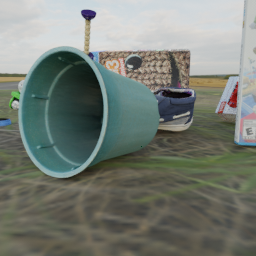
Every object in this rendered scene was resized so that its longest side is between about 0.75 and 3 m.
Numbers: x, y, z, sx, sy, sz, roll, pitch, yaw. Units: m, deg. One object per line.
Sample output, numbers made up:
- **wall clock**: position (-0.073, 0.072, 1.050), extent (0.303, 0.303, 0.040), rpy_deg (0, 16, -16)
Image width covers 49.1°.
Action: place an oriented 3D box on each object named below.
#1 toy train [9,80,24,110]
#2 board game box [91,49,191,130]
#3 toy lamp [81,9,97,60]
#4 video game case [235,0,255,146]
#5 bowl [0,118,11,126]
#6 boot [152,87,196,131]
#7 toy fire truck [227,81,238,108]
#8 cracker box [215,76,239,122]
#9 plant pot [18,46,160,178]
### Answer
- **toy train**: position (-1.853, -0.803, 6.674), extent (0.552, 0.747, 2.647), rpy_deg (26, 13, 7)
- **board game box**: position (0.363, -1.077, 7.489), extent (2.464, 1.965, 1.193), rpy_deg (1, 17, 10)
- **toy lamp**: position (-0.921, -1.956, 6.290), extent (0.379, 1.301, 0.379), rpy_deg (7, 41, -6)
- **video game case**: position (3.088, -1.111, 4.973), extent (2.099, 2.933, 0.261), rpy_deg (2, 6, 7)
- **bowl**: position (-3.726, -0.168, 7.946), extent (0.753, 0.148, 0.753), rpy_deg (0, 9, 0)
- **boot**: position (0.413, -0.469, 6.242), extent (2.133, 0.964, 0.776), rpy_deg (-3, 48, -1)
- **toy fire truck**: position (2.918, -0.897, 7.219), extent (0.229, 0.939, 0.662), rpy_deg (14, 24, -6)
- **cracker box**: position (3.582, -0.804, 7.844), extent (0.555, 1.288, 1.923), rpy_deg (34, -14, -35)
- **plant pot**: position (-0.434, -0.192, 4.199), extent (1.663, 1.663, 1.628), rpy_deg (7, 3, 36)
